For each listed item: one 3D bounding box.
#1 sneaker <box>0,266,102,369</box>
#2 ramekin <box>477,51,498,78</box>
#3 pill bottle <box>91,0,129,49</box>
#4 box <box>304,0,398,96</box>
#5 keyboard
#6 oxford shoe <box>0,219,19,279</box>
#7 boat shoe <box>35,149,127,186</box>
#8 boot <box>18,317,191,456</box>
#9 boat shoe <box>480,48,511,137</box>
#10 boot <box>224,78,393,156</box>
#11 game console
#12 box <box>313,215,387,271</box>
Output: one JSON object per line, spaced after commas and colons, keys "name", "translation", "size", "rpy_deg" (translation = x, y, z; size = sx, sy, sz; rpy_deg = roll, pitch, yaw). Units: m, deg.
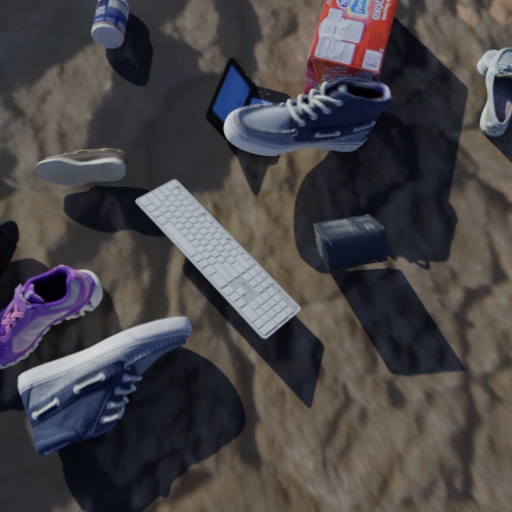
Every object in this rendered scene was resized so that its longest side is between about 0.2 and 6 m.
{"name": "sneaker", "translation": [-3.697, 0.901, 9.113], "size": [2.335, 1.032, 0.939], "rpy_deg": [-36, 73, -11]}
{"name": "ramekin", "translation": [4.767, -3.852, 11.257], "size": [0.545, 0.266, 0.545], "rpy_deg": [0, 70, 0]}
{"name": "pill bottle", "translation": [-2.951, -4.888, 11.432], "size": [0.635, 0.635, 1.145], "rpy_deg": [4, 70, 1]}
{"name": "box", "translation": [1.899, -4.336, 10.880], "size": [1.344, 1.287, 2.696], "rpy_deg": [14, 71, 5]}
{"name": "keyboard", "translation": [-0.667, -0.020, 9.440], "size": [3.258, 0.174, 0.917], "rpy_deg": [46, 50, 14]}
{"name": "oxford shoe", "translation": [-5.330, 0.411, 9.247], "size": [1.329, 1.144, 3.148], "rpy_deg": [38, 74, 14]}
{"name": "boat shoe", "translation": [-3.144, -1.651, 10.149], "size": [1.629, 0.585, 0.485], "rpy_deg": [-3, 47, 5]}
{"name": "boot", "translation": [-2.209, 2.023, 8.783], "size": [2.857, 1.039, 1.291], "rpy_deg": [-22, 73, 1]}
{"name": "boat shoe", "translation": [4.744, -3.185, 10.712], "size": [0.663, 0.576, 1.798], "rpy_deg": [17, 82, 5]}
{"name": "boot", "translation": [0.915, -2.535, 9.722], "size": [2.870, 1.296, 1.044], "rpy_deg": [-8, 63, -27]}
{"name": "game console", "translation": [-0.115, -2.807, 10.570], "size": [1.274, 0.843, 1.449], "rpy_deg": [18, 71, 7]}
{"name": "box", "translation": [1.537, -0.239, 9.262], "size": [0.990, 1.007, 0.591], "rpy_deg": [-9, 106, 0]}
